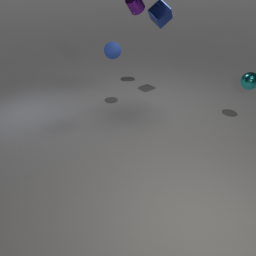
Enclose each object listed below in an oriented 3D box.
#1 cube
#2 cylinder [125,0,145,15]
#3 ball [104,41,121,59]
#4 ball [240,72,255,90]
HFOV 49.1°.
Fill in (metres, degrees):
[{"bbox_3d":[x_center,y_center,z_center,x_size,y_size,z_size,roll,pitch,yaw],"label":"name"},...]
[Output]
[{"bbox_3d":[1.343,-4.725,11.614,0.700,0.700,0.700,50,5,16],"label":"cube"},{"bbox_3d":[0.323,-5.595,12.622,0.700,0.700,0.700,-14,57,23],"label":"cylinder"},{"bbox_3d":[-0.623,-3.153,11.385,0.700,0.700,0.700,0,30,0],"label":"ball"},{"bbox_3d":[4.811,-1.854,11.061,0.700,0.700,0.700,0,30,0],"label":"ball"}]
